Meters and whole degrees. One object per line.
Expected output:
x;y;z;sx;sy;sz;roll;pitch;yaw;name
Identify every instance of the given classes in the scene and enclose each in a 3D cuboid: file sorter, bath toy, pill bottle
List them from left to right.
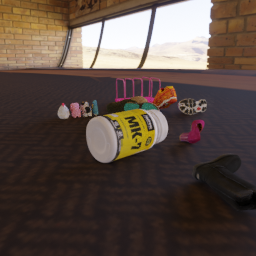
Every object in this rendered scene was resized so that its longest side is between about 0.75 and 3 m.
-2.452;-0.928;13.634;1.976;0.730;0.859;-9;18;-27;bath toy
0.034;0.140;8.613;2.358;1.348;1.348;-14;21;-39;pill bottle
0.600;-2.289;17.017;2.415;1.514;1.678;-6;16;-19;file sorter

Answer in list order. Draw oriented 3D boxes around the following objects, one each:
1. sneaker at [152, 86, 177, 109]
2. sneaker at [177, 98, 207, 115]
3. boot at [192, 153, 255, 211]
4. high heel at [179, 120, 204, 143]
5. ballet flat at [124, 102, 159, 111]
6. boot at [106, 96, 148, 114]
1.786;-1.509;14.381;0.885;0.935;2.424;-6;-10;-23;sneaker
3.213;-1.054;14.461;2.014;0.812;0.840;-2;-2;-40;sneaker
2.494;1.169;6.358;1.404;0.559;1.703;-16;16;-16;boot
2.598;0.125;10.140;0.797;0.559;1.658;1;27;42;high heel
0.732;-0.788;12.305;0.695;0.704;2.068;17;1;-45;ballet flat
0.331;-1.270;14.554;2.100;0.793;2.398;5;15;34;boot
